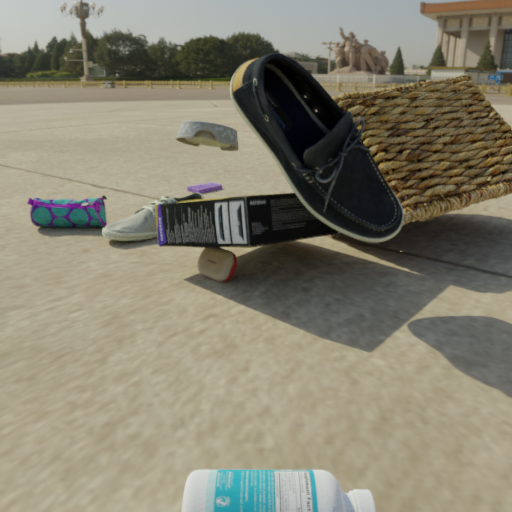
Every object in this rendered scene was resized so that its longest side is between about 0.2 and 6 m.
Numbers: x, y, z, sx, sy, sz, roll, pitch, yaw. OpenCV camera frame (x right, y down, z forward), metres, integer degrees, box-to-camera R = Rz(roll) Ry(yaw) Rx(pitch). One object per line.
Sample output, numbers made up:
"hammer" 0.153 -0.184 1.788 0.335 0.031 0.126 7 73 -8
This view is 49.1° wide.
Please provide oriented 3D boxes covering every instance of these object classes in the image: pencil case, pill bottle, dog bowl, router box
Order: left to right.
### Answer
"pencil case" -4.158 -0.983 12.455 1.626 0.751 0.692 -1 59 3
"dog bowl" -0.835 -2.105 9.819 1.113 0.326 1.113 9 4 -1
"router box" 0.142 -0.685 9.979 3.053 0.797 2.400 -10 7 -44
"pill bottle" 0.165 1.986 4.137 1.380 0.764 0.764 1 20 0

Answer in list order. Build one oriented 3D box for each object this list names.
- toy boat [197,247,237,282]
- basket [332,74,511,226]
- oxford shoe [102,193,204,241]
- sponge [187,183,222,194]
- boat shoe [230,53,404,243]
"toy boat" -0.610 0.161 9.779 0.849 0.554 0.555 19 -3 42
"basket" 3.360 -1.579 12.080 4.245 3.030 3.162 -17 65 -27
"oxford shoe" -2.142 -0.875 12.165 2.611 0.754 0.982 -18 30 -36
"sponge" -1.471 -1.943 16.029 0.518 0.139 0.929 19 27 41
"boat shoe" 1.000 -1.533 8.227 1.286 3.448 1.073 -45 11 -16
